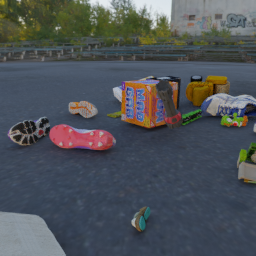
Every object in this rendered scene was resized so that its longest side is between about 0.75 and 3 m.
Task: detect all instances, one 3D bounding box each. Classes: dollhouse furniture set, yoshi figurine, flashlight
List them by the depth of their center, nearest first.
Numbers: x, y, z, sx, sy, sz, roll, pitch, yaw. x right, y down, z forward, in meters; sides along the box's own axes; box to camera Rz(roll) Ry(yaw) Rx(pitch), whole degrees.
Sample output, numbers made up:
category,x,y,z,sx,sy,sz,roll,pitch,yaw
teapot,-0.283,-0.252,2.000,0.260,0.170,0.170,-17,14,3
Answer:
category,x,y,z,sx,sy,sz,roll,pitch,yaw
dollhouse furniture set,3.397,1.103,7.626,0.784,0.605,1.568,12,39,15
flashlight,1.453,-0.832,9.971,0.698,2.063,0.701,16,60,34
yoshi figurine,4.423,-0.341,11.806,1.043,0.586,0.584,-1,1,4

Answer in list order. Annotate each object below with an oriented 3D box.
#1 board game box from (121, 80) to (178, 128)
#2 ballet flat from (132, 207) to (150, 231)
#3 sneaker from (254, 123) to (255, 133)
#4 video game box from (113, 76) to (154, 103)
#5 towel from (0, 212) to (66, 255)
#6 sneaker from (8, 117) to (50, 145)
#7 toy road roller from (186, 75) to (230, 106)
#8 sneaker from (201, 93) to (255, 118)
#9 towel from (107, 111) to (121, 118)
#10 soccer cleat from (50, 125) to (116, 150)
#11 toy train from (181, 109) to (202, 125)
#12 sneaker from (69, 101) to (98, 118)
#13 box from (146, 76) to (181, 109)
category,x,y,z,sx,sy,sz,roll,pitch,yaw
board game box,0.885,-1.095,11.759,1.674,1.673,1.673,-13,21,-42
ballet flat,0.228,1.786,5.485,0.274,0.257,0.759,-16,11,20
sneaker,5.647,-0.081,10.696,1.576,0.658,0.636,0,18,-3
video game box,0.691,-2.148,16.121,2.647,0.620,2.411,-20,28,-11
towel,-1.755,1.805,4.528,1.100,0.286,1.661,17,0,-33
sneaker,-3.633,0.160,10.116,0.882,0.852,2.114,-11,5,15
toy road roller,4.409,-1.963,15.620,2.338,1.437,1.707,5,33,17
sneaker,4.808,-0.962,12.890,2.768,1.042,1.220,-7,28,-4
towel,-0.343,-0.731,13.662,0.598,0.126,1.391,16,23,39
soccer cleat,-1.556,0.358,9.423,2.360,0.787,0.903,4,-10,25
toy train,2.723,-0.498,12.519,0.517,0.383,1.835,3,16,40
sneaker,-2.044,-0.965,13.434,1.923,0.752,0.742,16,18,43
box,1.788,-1.771,14.425,1.607,1.634,0.959,-11,21,-32
